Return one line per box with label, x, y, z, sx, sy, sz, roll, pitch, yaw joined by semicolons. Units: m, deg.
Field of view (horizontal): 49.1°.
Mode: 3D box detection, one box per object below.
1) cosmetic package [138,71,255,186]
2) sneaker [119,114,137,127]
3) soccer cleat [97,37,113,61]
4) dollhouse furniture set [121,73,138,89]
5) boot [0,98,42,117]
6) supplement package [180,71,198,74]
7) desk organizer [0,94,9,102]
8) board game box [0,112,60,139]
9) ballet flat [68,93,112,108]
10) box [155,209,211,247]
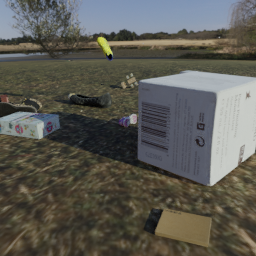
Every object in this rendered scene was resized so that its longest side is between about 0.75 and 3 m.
cosmetic package;1.940;-0.219;7.512;2.231;2.229;2.704;16;25;41
sneaker;-0.020;-0.311;10.960;0.431;0.392;0.974;3;17;35
soccer cleat;-0.920;-3.284;11.668;0.375;1.159;0.485;-27;52;6
dollhouse furniture set;0.055;-3.121;19.082;0.964;0.885;0.627;-26;12;13
boot;-4.779;-0.922;12.360;1.803;0.660;1.358;3;19;-1
supplement package;4.222;-3.423;19.596;0.821;1.068;1.117;15;23;39
desk organizer;-6.604;-1.553;14.956;0.341;0.318;0.887;-11;21;-25
board game box;-3.574;-0.136;10.067;1.754;0.564;1.294;5;19;19
ballet flat;-1.924;-1.530;14.114;2.680;0.761;0.890;10;20;28
box;0.985;1.727;4.928;0.888;0.094;0.726;7;19;19
